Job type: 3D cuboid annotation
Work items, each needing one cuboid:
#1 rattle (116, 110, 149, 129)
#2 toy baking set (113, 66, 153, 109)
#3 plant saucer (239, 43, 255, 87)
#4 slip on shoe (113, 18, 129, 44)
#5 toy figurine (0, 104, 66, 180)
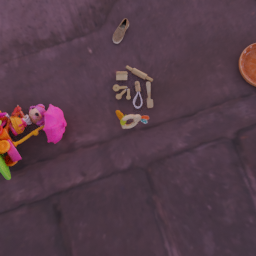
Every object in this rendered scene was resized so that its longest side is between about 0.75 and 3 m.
[{"bbox_3d":[0.145,-0.366,8.908,0.894,0.582,0.638,-22,35,-4],"label":"rattle"},{"bbox_3d":[0.239,-1.312,9.186,1.581,0.184,1.214,25,83,5],"label":"toy baking set"},{"bbox_3d":[4.459,-2.066,9.286,1.581,0.255,1.581,0,78,0],"label":"plant saucer"},{"bbox_3d":[-0.242,-3.307,9.520,0.348,0.278,0.916,31,80,6],"label":"slip on shoe"},{"bbox_3d":[-3.048,-0.018,8.450,2.257,1.841,2.452,-28,55,-19],"label":"toy figurine"}]
